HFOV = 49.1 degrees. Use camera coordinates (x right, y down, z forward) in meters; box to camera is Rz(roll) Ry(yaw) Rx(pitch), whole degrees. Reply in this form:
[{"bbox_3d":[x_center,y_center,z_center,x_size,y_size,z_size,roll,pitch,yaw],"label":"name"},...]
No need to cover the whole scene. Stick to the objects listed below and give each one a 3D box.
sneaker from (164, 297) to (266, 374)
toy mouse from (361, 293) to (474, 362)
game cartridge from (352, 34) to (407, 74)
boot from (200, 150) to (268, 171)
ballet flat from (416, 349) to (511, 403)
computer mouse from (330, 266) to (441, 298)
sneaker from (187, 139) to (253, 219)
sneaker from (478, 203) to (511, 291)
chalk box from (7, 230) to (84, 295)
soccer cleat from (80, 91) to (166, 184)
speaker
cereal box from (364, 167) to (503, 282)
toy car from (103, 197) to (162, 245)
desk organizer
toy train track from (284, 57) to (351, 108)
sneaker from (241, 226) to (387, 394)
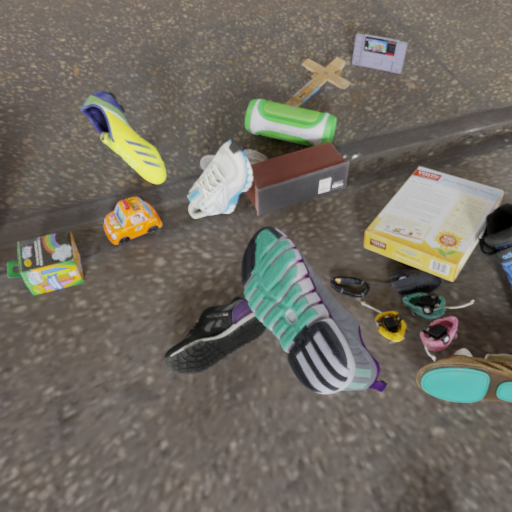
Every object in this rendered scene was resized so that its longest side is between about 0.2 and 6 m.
[{"bbox_3d":[-0.832,1.394,10.072,1.979,0.749,0.866,-23,44,-26],"label":"sneaker"},{"bbox_3d":[3.106,1.202,10.089,1.766,0.385,1.988,-18,29,-5],"label":"toy mouse"},{"bbox_3d":[3.387,-5.585,15.452,1.408,0.912,0.270,16,58,13],"label":"game cartridge"},{"bbox_3d":[-0.482,-2.158,13.002,1.533,0.564,0.733,13,45,1],"label":"boot"},{"bbox_3d":[3.909,1.994,9.509,2.499,0.847,0.904,4,31,2],"label":"ballet flat"},{"bbox_3d":[2.543,0.466,10.936,2.172,0.370,0.637,-4,52,-3],"label":"computer mouse"},{"bbox_3d":[-0.780,-1.299,10.608,0.987,2.278,0.854,-25,73,-25],"label":"sneaker"},{"bbox_3d":[4.889,0.296,10.102,1.672,1.154,3.006,36,42,-28],"label":"sneaker"},{"bbox_3d":[-4.136,0.171,10.897,1.304,0.809,0.814,-14,54,-10],"label":"chalk box"},{"bbox_3d":[-2.516,-2.117,10.563,0.664,2.053,0.859,-22,23,36],"label":"soccer cleat"},{"bbox_3d":[0.826,-3.188,13.539,2.091,0.925,0.925,15,53,12],"label":"speaker"},{"bbox_3d":[3.690,-0.765,11.567,1.917,0.527,2.665,24,50,28],"label":"cereal box"},{"bbox_3d":[-2.772,-1.419,12.162,1.215,0.824,2.476,-9,52,-7],"label":"toy car"},{"bbox_3d":[0.870,-1.750,12.462,2.197,0.788,0.846,-18,51,-14],"label":"desk organizer"},{"bbox_3d":[1.529,-4.443,14.917,1.420,0.403,2.475,36,65,17],"label":"toy train track"},{"bbox_3d":[0.768,0.816,8.236,1.302,1.107,2.974,21,31,-40],"label":"sneaker"}]
